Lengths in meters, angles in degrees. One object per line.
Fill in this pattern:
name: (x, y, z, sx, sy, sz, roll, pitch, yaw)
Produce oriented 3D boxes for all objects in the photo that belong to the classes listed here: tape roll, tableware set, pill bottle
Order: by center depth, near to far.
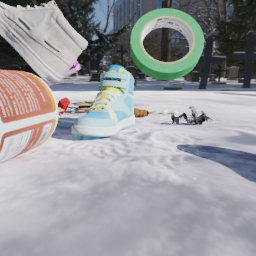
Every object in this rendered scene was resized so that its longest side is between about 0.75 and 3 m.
pill bottle: (-2.494, -0.147, 4.584, 1.663, 1.663, 2.965, 2, 9, 11)
tape roll: (1.530, -3.374, 11.245, 2.885, 2.885, 0.693, 0, -15, 0)
tableware set: (-1.836, -1.037, 13.709, 1.586, 0.481, 2.399, 0, 9, 15)

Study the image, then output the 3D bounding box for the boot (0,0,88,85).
boot: (-2.189, -2.429, 6.509, 2.894, 1.383, 1.064, 45, 4, 9)

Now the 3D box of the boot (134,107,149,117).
boot: (0.451, -0.699, 11.759, 0.880, 0.435, 1.133, 2, 9, 12)

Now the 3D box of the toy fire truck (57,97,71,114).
toy fire truck: (-3.653, -0.939, 11.488, 1.612, 0.557, 2.286, 40, 41, 5)

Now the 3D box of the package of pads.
package of pads: (-2.117, -1.835, 8.525, 1.169, 0.704, 0.442, -24, 24, 17)

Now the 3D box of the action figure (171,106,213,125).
action figure: (2.159, -0.428, 9.446, 1.333, 0.680, 0.792, -2, -1, 1)

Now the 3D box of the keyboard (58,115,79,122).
keyboard: (-1.843, -0.311, 10.362, 2.341, 0.125, 0.659, 7, 12, 39)

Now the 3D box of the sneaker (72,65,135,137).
sneaker: (-0.659, -0.825, 7.909, 1.177, 1.932, 2.959, 4, 11, 19)

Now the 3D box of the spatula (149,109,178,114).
spatula: (1.756, -0.851, 13.570, 1.366, 0.158, 1.964, 1, 9, 12)
